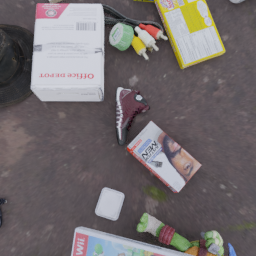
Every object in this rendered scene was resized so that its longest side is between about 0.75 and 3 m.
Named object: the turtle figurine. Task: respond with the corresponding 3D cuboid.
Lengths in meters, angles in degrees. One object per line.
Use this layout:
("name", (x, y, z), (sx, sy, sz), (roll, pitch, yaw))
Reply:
("turtle figurine", (1.355, 3.356, 6.728), (2.824, 2.096, 2.912), (16, 34, 21))

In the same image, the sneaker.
("sneaker", (0.158, -0.378, 8.537), (1.070, 0.701, 1.853), (0, 76, -3))

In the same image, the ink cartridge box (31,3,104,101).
("ink cartridge box", (-1.771, -2.292, 8.706), (2.047, 1.192, 2.811), (0, 75, -2))

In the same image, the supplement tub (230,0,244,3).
("supplement tub", (4.202, -4.992, 9.462), (1.614, 0.989, 0.989), (-27, 78, -6))

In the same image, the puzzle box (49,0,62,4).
("puzzle box", (-2.548, -5.311, 9.935), (1.159, 0.222, 1.743), (-23, 78, -6))

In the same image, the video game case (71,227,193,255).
("video game case", (-0.049, 3.341, 5.709), (2.824, 0.246, 2.019), (3, 80, 28))

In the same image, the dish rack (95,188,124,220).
("dish rack", (-0.533, 2.215, 8.176), (0.709, 0.180, 0.826), (17, 76, 5))

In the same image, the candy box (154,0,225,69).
("candy box", (1.932, -3.586, 9.219), (1.532, 0.396, 2.997), (-20, 87, -2))

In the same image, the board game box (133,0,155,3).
("board game box", (0.913, -4.974, 9.774), (1.361, 0.386, 1.125), (6, 78, 1))

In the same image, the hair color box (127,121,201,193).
("hair color box", (1.032, 0.851, 8.272), (1.943, 0.621, 1.078), (41, 79, 8))

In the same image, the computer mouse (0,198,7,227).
("computer mouse", (-3.816, 2.543, 8.085), (0.645, 0.245, 0.931), (-11, 65, -1))

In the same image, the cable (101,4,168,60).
("cable", (0.087, -3.469, 9.248), (2.790, 0.702, 1.355), (43, 80, 9))

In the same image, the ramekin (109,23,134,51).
("ramekin", (-0.237, -2.964, 9.046), (0.401, 0.820, 0.820), (10, 72, -41))

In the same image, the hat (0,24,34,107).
("hat", (-4.141, -2.197, 8.702), (3.005, 1.212, 3.005), (0, 76, -1))
